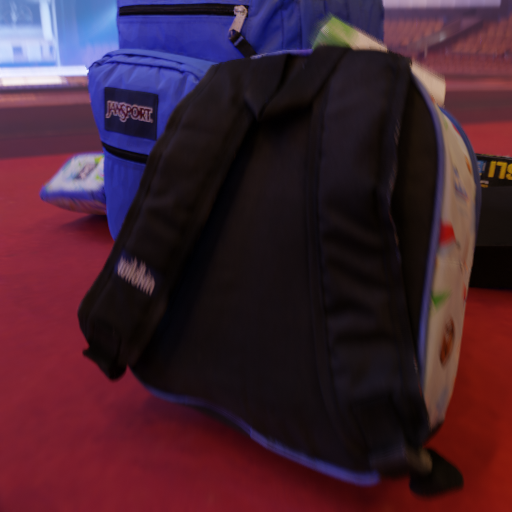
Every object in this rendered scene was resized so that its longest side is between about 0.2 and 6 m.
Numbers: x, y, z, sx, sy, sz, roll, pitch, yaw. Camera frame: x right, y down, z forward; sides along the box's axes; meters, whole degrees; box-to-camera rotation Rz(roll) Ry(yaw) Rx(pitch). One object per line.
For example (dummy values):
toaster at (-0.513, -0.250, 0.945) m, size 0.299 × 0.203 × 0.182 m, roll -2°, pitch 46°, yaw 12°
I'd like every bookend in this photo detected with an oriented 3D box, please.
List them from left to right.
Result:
bookend at (3.600, -0.322, 7.555) m, size 1.547 × 0.717 × 1.557 m, roll 0°, pitch 38°, yaw 22°

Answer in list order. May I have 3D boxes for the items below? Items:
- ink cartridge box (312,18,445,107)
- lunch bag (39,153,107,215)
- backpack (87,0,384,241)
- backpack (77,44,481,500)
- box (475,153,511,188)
ink cartridge box at (1.071, -1.574, 5.659) m, size 1.346 × 0.983 × 0.568 m, roll 30°, pitch 37°, yaw 0°
lunch bag at (-2.553, -1.223, 9.751) m, size 1.563 × 1.171 × 1.838 m, roll 2°, pitch 18°, yaw 33°
backpack at (-0.171, -2.023, 7.578) m, size 3.600 × 4.431 × 3.718 m, roll 16°, pitch 27°, yaw 32°
backpack at (0.489, -0.097, 4.799) m, size 3.194 × 3.042 × 2.461 m, roll 13°, pitch 9°, yaw 28°
box at (4.253, -1.366, 9.900) m, size 2.825 × 0.873 × 3.537 m, roll 15°, pitch 16°, yaw 27°
